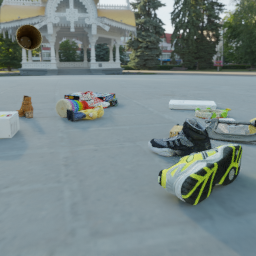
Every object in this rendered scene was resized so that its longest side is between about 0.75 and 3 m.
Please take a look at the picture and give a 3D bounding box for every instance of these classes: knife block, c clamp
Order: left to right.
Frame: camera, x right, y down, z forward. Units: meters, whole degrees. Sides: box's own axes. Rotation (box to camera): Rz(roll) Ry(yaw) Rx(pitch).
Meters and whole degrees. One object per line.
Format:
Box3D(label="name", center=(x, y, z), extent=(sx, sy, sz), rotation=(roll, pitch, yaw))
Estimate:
Box3D(label="knife block", center=(1.684, 0.138, 9.615), extent=(1.181, 0.378, 1.037), rotation=(-7, 15, -25))
Box3D(label="c clamp", center=(3.633, -0.087, 9.708), extent=(2.172, 0.294, 1.855), rotation=(8, 33, 35))

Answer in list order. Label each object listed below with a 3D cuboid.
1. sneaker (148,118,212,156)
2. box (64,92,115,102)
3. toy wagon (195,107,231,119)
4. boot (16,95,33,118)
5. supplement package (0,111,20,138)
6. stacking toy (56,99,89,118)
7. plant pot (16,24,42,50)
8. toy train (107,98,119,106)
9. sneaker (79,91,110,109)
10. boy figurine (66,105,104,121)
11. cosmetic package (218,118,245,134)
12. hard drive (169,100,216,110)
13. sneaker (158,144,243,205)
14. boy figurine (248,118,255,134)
Box3D(label="sneaker", center=(1.436, 0.241, 7.714), extent=(1.873, 1.066, 0.707), rotation=(9, 16, 31))
Box3D(label="box", center=(-2.359, -1.893, 17.604), extent=(2.690, 0.536, 1.842), rotation=(5, 14, 19))
Box3D(label="toy wagon", center=(4.053, -0.702, 13.156), extent=(1.723, 0.341, 1.337), rotation=(-4, 15, -19))
Box3D(label="boot", center=(-4.863, -1.021, 13.043), extent=(1.287, 0.999, 0.493), rotation=(13, 19, 43))
Box3D(label="supplement package", center=(-4.397, -0.130, 10.000), extent=(0.732, 0.704, 1.286), rotation=(-2, 14, -9))
Box3D(label="stacking toy", center=(-2.574, -1.000, 13.694), extent=(0.871, 0.871, 2.041), rotation=(6, 8, 24))
Box3D(label="plant pot", center=(-3.248, -2.834, 9.015), extent=(0.778, 0.778, 0.835), rotation=(-8, 8, -28))
Box3D(label="toy train", center=(-0.883, -1.493, 16.304), extent=(0.581, 0.435, 1.020), rotation=(-8, 13, 7))
Box3D(label="sneaker", center=(-1.798, -1.540, 15.285), extent=(1.764, 0.945, 0.589), rotation=(-6, 15, -24))
Box3D(label="boy figurine", center=(-1.799, -0.655, 12.523), extent=(1.758, 0.566, 1.093), rotation=(-12, 15, -33))
Box3D(label="cosmetic package", center=(3.837, -0.065, 10.480), extent=(0.589, 0.362, 1.428), rotation=(1, 14, 1))
Box3D(label="hard drive", center=(3.552, -1.285, 15.561), extent=(2.452, 0.327, 1.617), rotation=(2, 14, 11))
Box3D(label="sneaker", center=(1.620, 0.779, 5.903), extent=(2.393, 0.902, 0.914), rotation=(-10, 17, -42))
Box3D(label="boy figurine", center=(5.233, -0.086, 10.019), extent=(1.969, 0.634, 1.224), rotation=(-6, 15, -19))
